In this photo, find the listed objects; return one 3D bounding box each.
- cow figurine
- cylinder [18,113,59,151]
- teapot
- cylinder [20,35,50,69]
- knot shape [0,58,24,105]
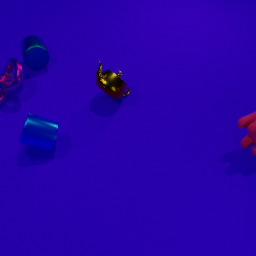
[{"bbox_3d":[3.833,0.099,7.559,1.577,1.603,0.880,-28,30,-8],"label":"cow figurine"},{"bbox_3d":[-2.473,0.116,7.782,0.869,0.869,0.869,19,51,-20],"label":"cylinder"},{"bbox_3d":[-0.507,-1.468,8.806,0.826,1.688,1.049,-51,44,6],"label":"teapot"},{"bbox_3d":[-3.292,-2.679,9.899,0.889,0.889,0.889,-18,46,-12],"label":"cylinder"},{"bbox_3d":[-3.943,-1.505,9.034,1.633,0.755,1.528,-47,22,1],"label":"knot shape"}]
